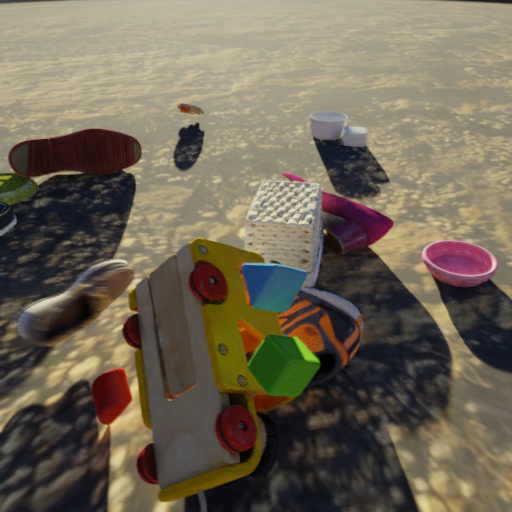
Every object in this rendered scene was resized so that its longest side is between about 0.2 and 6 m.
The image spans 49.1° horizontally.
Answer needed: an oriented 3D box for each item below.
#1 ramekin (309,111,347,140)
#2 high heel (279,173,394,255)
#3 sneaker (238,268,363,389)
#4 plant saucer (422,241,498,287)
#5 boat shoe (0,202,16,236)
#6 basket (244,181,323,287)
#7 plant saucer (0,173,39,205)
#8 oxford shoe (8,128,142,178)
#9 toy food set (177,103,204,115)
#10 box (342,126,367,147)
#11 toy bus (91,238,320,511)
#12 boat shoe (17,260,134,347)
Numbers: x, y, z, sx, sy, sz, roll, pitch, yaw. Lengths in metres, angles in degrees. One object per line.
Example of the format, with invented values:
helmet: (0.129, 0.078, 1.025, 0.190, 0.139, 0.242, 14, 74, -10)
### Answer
ramekin: (2.011, -3.645, 15.703, 1.069, 0.561, 1.069, 0, 31, 0)
high heel: (1.480, -0.991, 11.005, 1.223, 0.858, 2.544, -24, 52, -18)
sneaker: (0.031, 0.912, 7.694, 2.688, 1.043, 1.506, 14, 32, 22)
plant saucer: (3.482, 0.156, 9.647, 1.237, 0.314, 1.237, 1, 31, 0)
boat shoe: (-5.762, -0.612, 10.146, 1.124, 0.897, 2.972, 19, 29, 26)
basket: (0.526, -0.459, 9.846, 1.273, 1.158, 1.878, 5, 32, 9)
plant saucer: (-5.704, -1.529, 12.514, 1.571, 0.244, 1.571, 0, 30, 0)
oxford shoe: (-4.308, -2.503, 13.349, 3.067, 1.080, 1.147, -7, 16, -28)
toy food set: (-1.977, -4.410, 16.889, 0.826, 0.201, 0.818, 12, 6, 2)
box: (2.665, -3.234, 15.184, 0.573, 0.377, 0.576, 4, 31, 0)
toy bus: (-0.349, 1.391, 6.252, 1.599, 3.094, 2.919, 14, 8, -43)
boat shoe: (-2.459, 0.676, 8.041, 0.548, 0.661, 1.841, 19, 41, 41)
